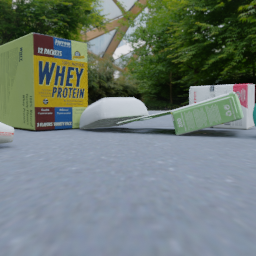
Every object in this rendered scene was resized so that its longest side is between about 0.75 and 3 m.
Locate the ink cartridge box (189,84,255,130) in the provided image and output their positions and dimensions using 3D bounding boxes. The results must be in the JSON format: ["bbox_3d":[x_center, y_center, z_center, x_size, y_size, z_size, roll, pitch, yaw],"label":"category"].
[{"bbox_3d":[2.908,-0.675,8.759,1.817,1.316,0.766,4,9,39],"label":"ink cartridge box"}]

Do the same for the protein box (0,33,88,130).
[{"bbox_3d":[-2.713,-1.308,8.773,1.758,2.587,2.606,-4,6,-44],"label":"protein box"}]

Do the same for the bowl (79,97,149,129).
[{"bbox_3d":[-0.458,-0.433,8.041,1.682,0.629,1.685,-5,-9,-35],"label":"bowl"}]

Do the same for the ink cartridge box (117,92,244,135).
[{"bbox_3d":[1.443,-0.214,7.337,2.883,0.691,2.098,-16,-3,23],"label":"ink cartridge box"}]

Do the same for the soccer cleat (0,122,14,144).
[{"bbox_3d":[-2.769,-0.013,4.948,2.055,0.705,0.875,8,-1,43],"label":"soccer cleat"}]

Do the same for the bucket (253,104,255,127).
[{"bbox_3d":[3.162,-0.264,5.789,0.678,1.043,1.043,-10,8,-20],"label":"bucket"}]
